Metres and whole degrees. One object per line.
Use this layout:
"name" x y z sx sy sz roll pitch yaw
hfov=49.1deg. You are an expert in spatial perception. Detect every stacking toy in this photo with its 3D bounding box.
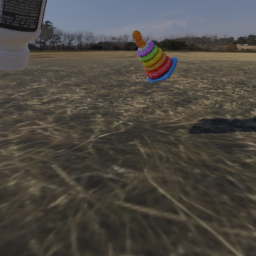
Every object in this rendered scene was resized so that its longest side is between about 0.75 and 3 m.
"stacking toy" 0.523 -1.851 6.981 0.764 1.392 0.808 1 55 48

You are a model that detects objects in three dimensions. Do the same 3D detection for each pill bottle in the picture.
"pill bottle" -2.500 -2.759 5.677 1.667 2.877 1.667 17 27 -9
